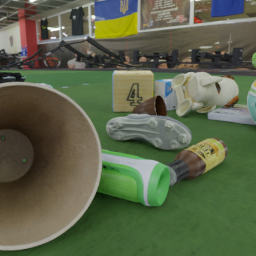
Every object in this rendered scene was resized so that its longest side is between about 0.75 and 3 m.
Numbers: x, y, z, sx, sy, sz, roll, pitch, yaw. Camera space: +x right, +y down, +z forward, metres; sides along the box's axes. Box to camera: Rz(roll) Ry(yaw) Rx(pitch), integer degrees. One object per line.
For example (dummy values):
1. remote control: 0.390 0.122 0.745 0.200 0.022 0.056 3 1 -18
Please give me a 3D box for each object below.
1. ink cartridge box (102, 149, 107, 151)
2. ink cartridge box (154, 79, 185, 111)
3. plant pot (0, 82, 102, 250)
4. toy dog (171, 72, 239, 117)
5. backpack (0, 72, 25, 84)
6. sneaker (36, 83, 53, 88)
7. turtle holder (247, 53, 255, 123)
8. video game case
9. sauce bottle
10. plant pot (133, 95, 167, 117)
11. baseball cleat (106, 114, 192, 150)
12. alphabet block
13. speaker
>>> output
1. ink cartridge box: -0.459 0.807 6.210 0.932 0.350 0.768 9 18 34
2. ink cartridge box: 2.126 -1.592 13.173 1.848 1.341 0.774 -12 19 -39
3. plant pot: -1.859 0.511 4.622 2.152 2.152 2.298 -9 2 -29
4. toy dog: 3.426 -1.615 11.706 2.515 1.755 2.439 0 -27 -27
5. backpack: -5.668 -1.410 11.300 2.580 1.943 2.291 11 15 23
6. sneaker: -4.918 -1.508 13.804 2.638 1.025 1.845 -15 20 -16
7. turtle holder: 4.783 -1.082 8.805 1.899 2.499 1.775 8 7 23
8. video game case: 5.029 -0.530 11.250 2.845 0.314 2.590 10 18 34
9. sauce bottle: 1.444 0.716 6.016 0.654 0.654 2.020 13 20 40
10. plant pot: 0.767 -0.626 10.618 1.095 1.024 1.024 -10 8 31
11. baseball cleat: 0.698 -0.062 8.135 2.724 0.950 1.450 10 22 32
12. alphabet block: 0.208 -1.712 12.880 1.782 1.750 1.741 0 17 -1
13. speaker: -0.221 0.861 5.127 1.855 0.820 0.820 8 17 26
